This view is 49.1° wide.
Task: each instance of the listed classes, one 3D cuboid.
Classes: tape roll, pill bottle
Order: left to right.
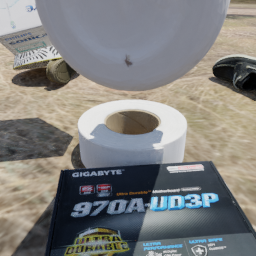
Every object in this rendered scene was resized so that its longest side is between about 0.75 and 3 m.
[{"bbox_3d":[0.093,0.184,5.989,2.290,0.801,2.290,0,28,0],"label":"tape roll"},{"bbox_3d":[0.341,-1.656,3.249,1.589,1.589,2.900,8,32,15],"label":"pill bottle"}]

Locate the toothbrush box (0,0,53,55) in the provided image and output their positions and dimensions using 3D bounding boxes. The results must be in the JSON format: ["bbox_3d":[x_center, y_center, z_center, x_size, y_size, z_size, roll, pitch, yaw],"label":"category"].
[{"bbox_3d":[-1.787,-2.869,5.320,1.781,2.433,1.038,-17,-3,-3],"label":"toothbrush box"}]

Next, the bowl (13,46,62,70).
[{"bbox_3d":[-3.120,-3.087,10.636,2.719,1.276,2.719,-11,11,2],"label":"bowl"}]

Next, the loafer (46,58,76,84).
[{"bbox_3d":[-2.516,-2.202,10.384,0.827,0.932,2.452,1,20,8],"label":"loafer"}]

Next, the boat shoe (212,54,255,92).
[{"bbox_3d":[3.950,-1.780,9.447,0.992,1.054,2.935,-45,36,-13],"label":"boat shoe"}]

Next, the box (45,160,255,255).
[{"bbox_3d":[0.279,1.361,4.012,2.638,0.607,2.097,-2,29,-5],"label":"box"}]
